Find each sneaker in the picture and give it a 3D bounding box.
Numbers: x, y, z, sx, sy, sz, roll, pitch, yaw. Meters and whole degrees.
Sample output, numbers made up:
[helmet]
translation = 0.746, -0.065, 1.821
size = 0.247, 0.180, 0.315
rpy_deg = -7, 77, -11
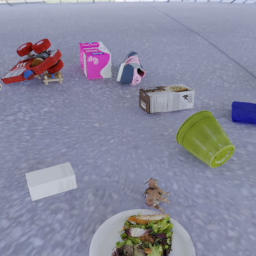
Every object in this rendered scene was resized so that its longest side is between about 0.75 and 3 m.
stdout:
[sneaker]
translation = 0.308, -2.884, 13.785
size = 1.222, 1.045, 2.979
rpy_deg = 18, 37, 4

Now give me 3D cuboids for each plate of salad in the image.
[plate of salad]
translation = 0.280, 2.308, 5.459
size = 2.070, 0.497, 2.070
rpy_deg = 1, 31, 0

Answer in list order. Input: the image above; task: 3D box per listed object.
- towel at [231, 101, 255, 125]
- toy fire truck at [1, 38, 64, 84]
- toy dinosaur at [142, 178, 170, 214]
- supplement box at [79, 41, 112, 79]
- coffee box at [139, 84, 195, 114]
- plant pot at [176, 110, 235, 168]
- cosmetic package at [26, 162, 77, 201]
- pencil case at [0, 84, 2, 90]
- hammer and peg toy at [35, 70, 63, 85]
[towel]
translation = 4.743, -0.463, 10.147
size = 1.938, 0.480, 1.431
rpy_deg = 11, 27, 16
[toy fire truck]
translation = -4.424, -2.889, 13.056
size = 2.628, 1.473, 2.207
rpy_deg = -1, 46, 30
[toy dinosaur]
translation = 0.589, 1.616, 6.533
size = 0.703, 0.445, 1.037
rpy_deg = 11, 19, 21
[supplement box]
translation = -1.718, -3.524, 14.409
size = 1.238, 1.264, 2.446
rpy_deg = -8, 34, -15
[coffee box]
translation = 1.464, -1.149, 10.834
size = 1.875, 0.748, 1.059
rpy_deg = -9, 25, -15
[plant pot]
translation = 2.297, 0.405, 8.031
size = 1.341, 1.341, 1.291
rpy_deg = -16, 47, -24
[cosmetic package]
translation = -1.937, 1.330, 7.089
size = 1.126, 0.478, 0.606
rpy_deg = -13, 35, -20
[pencil case]
translation = -5.865, -1.607, 11.903
size = 0.475, 0.546, 1.220
rpy_deg = 1, 30, 6
[hammer and peg toy]
translation = -3.767, -2.398, 13.311
size = 1.288, 0.454, 0.948
rpy_deg = -9, 34, -14
